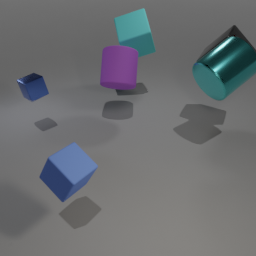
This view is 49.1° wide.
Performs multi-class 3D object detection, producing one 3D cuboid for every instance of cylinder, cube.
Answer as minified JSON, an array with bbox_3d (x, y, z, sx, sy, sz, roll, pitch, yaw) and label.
[{"bbox_3d":[2.930,-1.786,8.496,1.400,1.400,1.400,-38,38,-7],"label":"cylinder"},{"bbox_3d":[3.533,-2.485,9.915,1.400,1.400,1.400,46,43,-8],"label":"cube"},{"bbox_3d":[-0.340,-2.304,10.889,1.400,1.400,1.400,4,-2,0],"label":"cylinder"},{"bbox_3d":[-1.149,0.845,5.415,0.700,0.700,0.700,44,40,10],"label":"cube"},{"bbox_3d":[0.320,-4.119,12.462,1.400,1.400,1.400,-15,66,9],"label":"cube"},{"bbox_3d":[-3.347,-1.442,9.868,0.700,0.700,0.700,-34,39,-30],"label":"cube"}]
